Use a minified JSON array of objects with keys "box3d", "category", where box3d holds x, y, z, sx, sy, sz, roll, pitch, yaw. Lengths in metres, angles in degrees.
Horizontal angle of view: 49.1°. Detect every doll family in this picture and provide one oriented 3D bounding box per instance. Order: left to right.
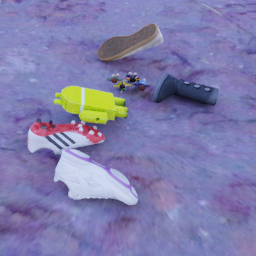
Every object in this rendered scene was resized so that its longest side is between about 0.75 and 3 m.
[{"box3d":[0.045,-1.529,9.401,1.442,0.566,0.834,-8,21,3],"category":"doll family"}]

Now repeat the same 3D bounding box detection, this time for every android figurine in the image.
[{"box3d":[-1.106,-0.747,8.442,2.175,0.447,1.980,7,28,-14],"category":"android figurine"}]

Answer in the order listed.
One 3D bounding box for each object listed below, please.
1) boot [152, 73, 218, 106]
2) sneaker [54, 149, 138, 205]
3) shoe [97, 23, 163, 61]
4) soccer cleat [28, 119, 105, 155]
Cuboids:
[{"box3d":[1.875,-1.053,8.946,1.911,0.627,1.575,21,44,8],"category":"boot"},{"box3d":[-0.807,1.408,6.931,2.187,0.819,1.090,28,93,7],"category":"sneaker"},{"box3d":[0.051,-3.002,10.346,2.640,0.705,0.923,-12,70,30],"category":"shoe"},{"box3d":[-1.633,0.303,7.550,2.136,0.910,0.733,5,29,-39],"category":"soccer cleat"}]
